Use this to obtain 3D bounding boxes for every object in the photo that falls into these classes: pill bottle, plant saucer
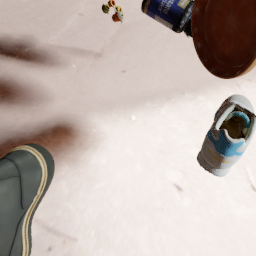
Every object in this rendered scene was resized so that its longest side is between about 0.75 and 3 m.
[{"bbox_3d":[1.292,-3.252,7.782,1.697,0.949,0.949,33,55,6],"label":"pill bottle"},{"bbox_3d":[2.102,-2.183,5.870,0.367,2.277,2.277,-15,51,-18],"label":"plant saucer"}]

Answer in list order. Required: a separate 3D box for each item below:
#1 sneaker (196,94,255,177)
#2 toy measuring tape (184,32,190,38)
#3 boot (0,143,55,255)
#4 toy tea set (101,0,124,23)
[{"bbox_3d":[2.100,-0.078,5.422,0.881,0.930,2.303,29,44,10],"label":"sneaker"},{"bbox_3d":[1.957,-3.482,7.783,0.871,2.368,0.871,10,56,-15],"label":"toy measuring tape"},{"bbox_3d":[-1.828,1.340,3.228,0.895,2.312,1.599,19,9,11],"label":"boot"},{"bbox_3d":[-0.471,-3.858,8.891,0.409,1.105,0.657,-4,71,39],"label":"toy tea set"}]
